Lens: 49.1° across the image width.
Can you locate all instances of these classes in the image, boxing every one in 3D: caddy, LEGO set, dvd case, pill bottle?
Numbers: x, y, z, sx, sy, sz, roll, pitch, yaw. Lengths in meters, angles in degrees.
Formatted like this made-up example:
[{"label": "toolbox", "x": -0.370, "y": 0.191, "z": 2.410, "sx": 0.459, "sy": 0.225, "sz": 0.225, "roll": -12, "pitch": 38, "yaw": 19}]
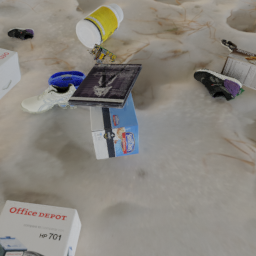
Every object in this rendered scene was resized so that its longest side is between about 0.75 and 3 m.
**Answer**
[{"label": "caddy", "x": -2.319, "y": -1.747, "z": 10.811, "sx": 1.443, "sy": 0.757, "sz": 1.020, "roll": -5, "pitch": 49, "yaw": -4}, {"label": "LEGO set", "x": -0.923, "y": -2.501, "z": 9.847, "sx": 0.771, "sy": 0.581, "sz": 1.003, "roll": 14, "pitch": 22, "yaw": -49}, {"label": "dvd case", "x": -0.654, "y": -1.416, "z": 8.951, "sx": 1.746, "sy": 0.188, "sz": 2.348, "roll": 5, "pitch": 42, "yaw": 17}, {"label": "pill bottle", "x": -1.235, "y": -4.877, "z": 13.116, "sx": 1.336, "sy": 1.336, "sz": 2.385, "roll": 25, "pitch": 54, "yaw": 20}]

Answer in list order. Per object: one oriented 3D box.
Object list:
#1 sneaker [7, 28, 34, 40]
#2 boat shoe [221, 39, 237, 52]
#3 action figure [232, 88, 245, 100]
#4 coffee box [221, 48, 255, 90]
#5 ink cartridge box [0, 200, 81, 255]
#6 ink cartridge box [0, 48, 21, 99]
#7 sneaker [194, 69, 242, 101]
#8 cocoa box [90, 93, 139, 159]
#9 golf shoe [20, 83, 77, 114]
[{"label": "sneaker", "x": -5.132, "y": -4.474, "z": 13.384, "sx": 1.226, "sy": 0.464, "sz": 0.537, "roll": -9, "pitch": 55, "yaw": -8}, {"label": "boat shoe", "x": 4.673, "y": -3.876, "z": 12.947, "sx": 0.366, "sy": 0.299, "sz": 0.990, "roll": -16, "pitch": 51, "yaw": -14}, {"label": "action figure", "x": 3.874, "y": -1.673, "z": 11.044, "sx": 0.733, "sy": 0.339, "sz": 1.241, "roll": -28, "pitch": 51, "yaw": -15}, {"label": "coffee box", "x": 4.994, "y": -2.186, "z": 10.883, "sx": 2.343, "sy": 0.934, "sz": 1.340, "roll": 26, "pitch": 38, "yaw": 21}, {"label": "ink cartridge box", "x": -2.286, "y": 3.109, "z": 6.412, "sx": 1.843, "sy": 1.081, "sz": 2.517, "roll": 5, "pitch": 51, "yaw": 5}, {"label": "ink cartridge box", "x": -5.924, "y": -2.216, "z": 10.557, "sx": 2.946, "sy": 1.247, "sz": 2.129, "roll": 15, "pitch": 42, "yaw": 4}, {"label": "sneaker", "x": 3.256, "y": -1.652, "z": 10.768, "sx": 1.951, "sy": 0.739, "sz": 0.854, "roll": 27, "pitch": 81, "yaw": 38}, {"label": "cocoa box", "x": -0.473, "y": -0.283, "z": 9.054, "sx": 1.385, "sy": 1.407, "sz": 2.110, "roll": -7, "pitch": 47, "yaw": -4}, {"label": "golf shoe", "x": -2.869, "y": -1.163, "z": 10.115, "sx": 2.111, "sy": 1.026, "sz": 0.827, "roll": -11, "pitch": 48, "yaw": -9}]
